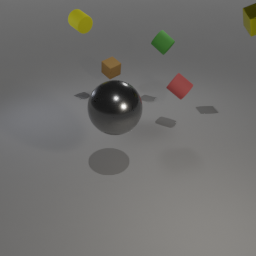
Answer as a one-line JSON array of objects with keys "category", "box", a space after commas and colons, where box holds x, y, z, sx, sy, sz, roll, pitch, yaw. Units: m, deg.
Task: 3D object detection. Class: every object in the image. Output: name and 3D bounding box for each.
[{"category": "ball", "box": [-0.329, -0.514, 7.143, 1.400, 1.400, 1.400, 0, 29, 0]}, {"category": "cube", "box": [-0.828, -2.959, 13.794, 0.700, 0.700, 0.700, -32, 60, -27]}, {"category": "cube", "box": [4.197, -3.547, 9.068, 0.700, 0.700, 0.700, -18, 52, 13]}, {"category": "cylinder", "box": [1.405, -3.441, 11.279, 0.700, 0.700, 0.700, 42, 36, -1]}, {"category": "cylinder", "box": [-1.849, -4.141, 10.882, 0.700, 0.700, 0.700, -25, 55, -37]}, {"category": "cylinder", "box": [1.872, -1.508, 10.141, 0.700, 0.700, 0.700, 40, 35, -1]}]
